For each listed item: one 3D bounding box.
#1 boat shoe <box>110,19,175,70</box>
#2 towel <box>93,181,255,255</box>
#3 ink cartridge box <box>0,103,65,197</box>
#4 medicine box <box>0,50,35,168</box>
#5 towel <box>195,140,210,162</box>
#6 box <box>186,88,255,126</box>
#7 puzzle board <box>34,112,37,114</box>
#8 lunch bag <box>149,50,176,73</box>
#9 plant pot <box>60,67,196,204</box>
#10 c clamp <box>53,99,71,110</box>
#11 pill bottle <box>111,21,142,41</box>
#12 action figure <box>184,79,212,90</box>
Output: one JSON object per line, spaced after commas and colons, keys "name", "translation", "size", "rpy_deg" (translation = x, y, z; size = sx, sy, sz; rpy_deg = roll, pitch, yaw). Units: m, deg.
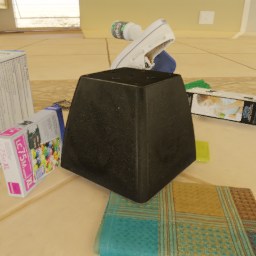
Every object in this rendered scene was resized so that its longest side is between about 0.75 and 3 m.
{"name": "boat shoe", "translation": [0.500, -2.539, 10.075], "size": [2.847, 0.994, 1.009], "rpy_deg": [-38, -13, 28]}
{"name": "towel", "translation": [1.001, 1.654, 5.134], "size": [2.908, 0.315, 2.132], "rpy_deg": [4, 24, 7]}
{"name": "ink cartridge box", "translation": [-2.028, 0.380, 6.614], "size": [0.489, 1.390, 2.329], "rpy_deg": [3, 23, 16]}
{"name": "medicine box", "translation": [-3.695, -0.487, 7.127], "size": [1.444, 2.555, 2.805], "rpy_deg": [4, 24, 8]}
{"name": "towel", "translation": [1.042, 0.554, 7.764], "size": [2.351, 0.212, 1.012], "rpy_deg": [6, 28, 12]}
{"name": "box", "translation": [3.382, -0.798, 9.758], "size": [2.661, 0.800, 1.552], "rpy_deg": [13, 18, 26]}
{"name": "puzzle board", "translation": [-4.477, -0.654, 9.641], "size": [2.152, 0.187, 1.622], "rpy_deg": [5, -6, 11]}
{"name": "lunch bag", "translation": [0.719, -2.493, 11.776], "size": [1.636, 2.408, 1.593], "rpy_deg": [34, 3, -34]}
{"name": "plant pot", "translation": [0.057, -0.161, 6.324], "size": [2.416, 2.143, 2.410], "rpy_deg": [15, 25, 35]}
{"name": "c clamp", "translation": [-2.378, -0.937, 11.203], "size": [1.159, 0.157, 0.990], "rpy_deg": [15, 33, 27]}
{"name": "pill bottle", "translation": [-0.066, -4.059, 11.744], "size": [0.748, 0.748, 1.323], "rpy_deg": [-19, 32, -36]}
{"name": "action figure", "translation": [2.624, -1.707, 12.466], "size": [1.870, 0.511, 1.104], "rpy_deg": [-11, 27, -8]}
